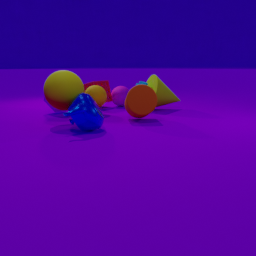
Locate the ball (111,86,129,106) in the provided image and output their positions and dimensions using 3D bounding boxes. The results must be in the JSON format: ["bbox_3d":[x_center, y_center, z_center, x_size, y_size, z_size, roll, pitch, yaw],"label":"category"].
[{"bbox_3d":[-0.312,-1.426,12.567,0.916,0.916,0.916,0,13,0],"label":"ball"}]

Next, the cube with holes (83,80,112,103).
[{"bbox_3d":[-1.411,-1.514,12.261,0.940,0.940,0.940,-7,6,40],"label":"cube with holes"}]

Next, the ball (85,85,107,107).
[{"bbox_3d":[-1.233,-1.184,10.600,0.859,0.859,0.859,0,13,0],"label":"ball"}]

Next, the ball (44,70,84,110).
[{"bbox_3d":[-1.969,-1.157,8.654,1.229,1.229,1.229,0,13,0],"label":"ball"}]

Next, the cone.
[{"bbox_3d":[1.557,-1.318,11.742,1.495,1.490,1.490,13,9,-19],"label":"cone"}]

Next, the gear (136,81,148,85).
[{"bbox_3d":[0.527,-1.366,11.621,0.206,1.113,1.113,6,9,-28],"label":"gear"}]

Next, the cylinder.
[{"bbox_3d":[0.416,-0.877,9.492,1.014,1.014,1.014,-1,-3,-4],"label":"cylinder"}]

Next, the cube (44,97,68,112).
[{"bbox_3d":[-2.612,-1.224,10.886,0.856,0.856,0.856,42,33,28],"label":"cube"}]

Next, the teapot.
[{"bbox_3d":[-1.283,-0.398,8.007,0.906,1.150,1.850,-31,-9,5],"label":"teapot"}]
